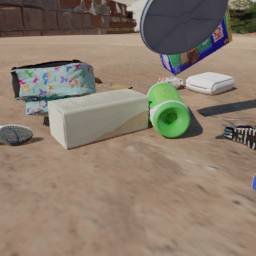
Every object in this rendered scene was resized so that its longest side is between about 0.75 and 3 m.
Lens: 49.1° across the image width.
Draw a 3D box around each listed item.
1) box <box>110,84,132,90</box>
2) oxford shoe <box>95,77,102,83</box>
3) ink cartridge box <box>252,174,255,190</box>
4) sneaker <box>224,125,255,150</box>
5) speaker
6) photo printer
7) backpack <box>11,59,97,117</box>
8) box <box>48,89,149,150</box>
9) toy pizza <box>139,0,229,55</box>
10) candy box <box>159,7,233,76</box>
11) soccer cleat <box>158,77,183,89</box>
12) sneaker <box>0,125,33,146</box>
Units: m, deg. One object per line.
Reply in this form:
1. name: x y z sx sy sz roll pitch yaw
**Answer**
1. box: -0.354 -2.094 14.498 0.928 0.099 0.758 15 27 30
2. oxford shoe: -1.817 -2.688 15.750 0.344 0.344 0.965 17 8 -41
3. ink cartridge box: 3.494 1.094 6.649 0.675 0.317 1.435 15 28 35
4. sneaker: 3.780 0.195 8.482 0.889 0.582 1.539 -12 25 -33
5. speaker: 1.339 -0.743 9.847 1.282 1.282 2.898 0 23 -1
6. photo printer: 4.046 -2.234 14.035 2.035 0.707 1.693 -19 30 -37
7. backpack: -2.443 -1.431 9.927 2.653 1.997 2.355 -12 4 4
8. box: -0.909 -0.406 9.097 3.000 1.166 1.424 -14 26 -29
9. toy pizza: 1.100 -2.281 5.636 1.892 1.892 0.300 -8 54 -18
10. candy box: 1.960 -3.014 8.576 2.246 1.899 0.865 -32 41 -3
11. soccer cleat: 2.140 -2.214 14.058 0.877 0.706 2.058 8 19 27
12. sneaker: -3.798 0.147 8.511 1.817 0.677 0.791 -2 18 -5
